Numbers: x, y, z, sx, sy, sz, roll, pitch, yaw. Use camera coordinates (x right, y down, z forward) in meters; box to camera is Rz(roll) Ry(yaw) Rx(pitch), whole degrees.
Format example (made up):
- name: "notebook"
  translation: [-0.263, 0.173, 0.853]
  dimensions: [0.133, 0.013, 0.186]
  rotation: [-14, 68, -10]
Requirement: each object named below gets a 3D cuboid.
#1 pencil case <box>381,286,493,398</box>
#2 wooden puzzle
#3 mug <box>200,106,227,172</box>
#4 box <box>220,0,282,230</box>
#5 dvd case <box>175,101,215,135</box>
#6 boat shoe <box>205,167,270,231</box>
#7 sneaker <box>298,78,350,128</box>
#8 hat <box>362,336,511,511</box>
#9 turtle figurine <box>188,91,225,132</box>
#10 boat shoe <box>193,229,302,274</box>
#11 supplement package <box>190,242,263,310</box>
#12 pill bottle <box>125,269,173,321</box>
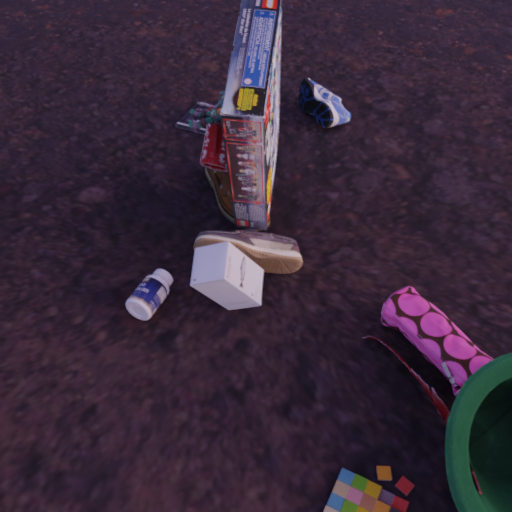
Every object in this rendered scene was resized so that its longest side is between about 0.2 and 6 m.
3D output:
- name: "pencil case"
  translation: [3.025, 1.456, 9.544]
  dimensions: [1.004, 0.972, 2.143]
  rotation: [-16, 43, -29]
- name: "wooden puzzle"
  translation: [1.506, 3.680, 7.918]
  dimensions: [1.046, 0.124, 1.764]
  rotation: [21, 49, 19]
- name: "mug"
  translation: [-0.839, -2.511, 11.948]
  dimensions: [0.815, 1.222, 1.085]
  rotation: [13, -1, 39]
- name: "box"
  translation: [-0.004, -2.453, 10.505]
  dimensions: [0.744, 3.731, 2.554]
  rotation: [6, 66, 4]
- name: "dvd case"
  translation: [-1.449, -3.786, 15.352]
  dimensions: [1.000, 0.107, 1.345]
  rotation: [18, 48, 17]
- name: "boat shoe"
  translation: [-0.496, -1.635, 12.615]
  dimensions: [0.942, 0.891, 2.620]
  rotation: [-18, 50, -25]
- name: "sneaker"
  translation: [1.819, -4.176, 15.389]
  dimensions: [0.806, 0.792, 2.092]
  rotation: [-7, 49, -26]
- name: "hat"
  translation: [3.532, 2.727, 8.782]
  dimensions: [2.640, 2.805, 3.187]
  rotation: [-2, 80, -10]
- name: "turtle figurine"
  translation: [-0.782, -2.841, 11.067]
  dimensions: [1.113, 0.560, 0.833]
  rotation: [-16, 30, 19]
- name: "boat shoe"
  translation: [-0.153, -0.172, 11.062]
  dimensions: [2.192, 0.788, 0.710]
  rotation: [9, 48, -14]
- name: "supplement package"
  translation: [-0.503, 0.390, 10.152]
  dimensions: [0.756, 1.288, 0.753]
  rotation: [-10, 61, 29]
- name: "pill bottle"
  translation: [-1.988, 0.704, 10.587]
  dimensions: [0.537, 0.537, 0.967]
  rotation: [18, 47, 17]
